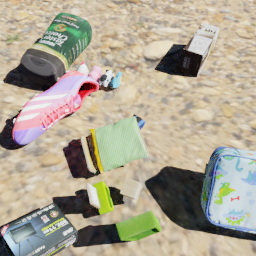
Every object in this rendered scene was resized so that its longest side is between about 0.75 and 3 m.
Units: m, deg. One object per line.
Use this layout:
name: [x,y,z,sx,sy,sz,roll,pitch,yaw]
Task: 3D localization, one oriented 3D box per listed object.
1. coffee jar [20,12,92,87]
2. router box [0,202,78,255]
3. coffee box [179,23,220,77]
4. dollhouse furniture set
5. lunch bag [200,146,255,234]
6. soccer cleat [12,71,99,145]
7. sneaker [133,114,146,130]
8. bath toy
coffee jar: [-2.210,-2.485,8.854,1.354,1.107,2.596,19,55,5]
router box: [-1.706,2.071,5.379,1.194,0.371,0.895,-22,46,-40]
coffee box: [2.305,-2.534,9.058,0.641,0.907,1.606,24,56,16]
dollhouse furniture set: [-0.201,0.881,5.929,1.419,1.096,2.840,-21,62,4]
lunch bag: [2.567,1.318,5.730,2.027,1.629,0.836,8,8,5]
soccer cleat: [-1.905,-0.573,7.566,1.075,0.938,2.812,20,52,20]
sneaker: [-0.012,0.020,7.438,0.423,0.381,1.087,37,50,21]
bath toy: [-0.929,-1.662,8.635,1.443,0.533,0.627,17,21,12]
